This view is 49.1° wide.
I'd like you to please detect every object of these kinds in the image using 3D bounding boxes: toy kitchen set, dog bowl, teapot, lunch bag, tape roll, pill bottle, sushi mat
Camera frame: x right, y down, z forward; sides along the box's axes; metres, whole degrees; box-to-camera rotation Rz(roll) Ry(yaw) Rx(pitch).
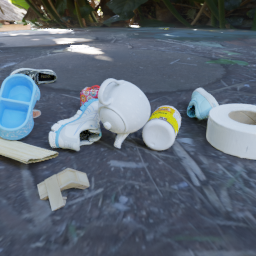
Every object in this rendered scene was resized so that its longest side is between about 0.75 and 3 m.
[{"bbox_3d":[-1.448,1.509,6.524,0.895,0.807,0.730,-29,64,13],"label":"toy kitchen set"},{"bbox_3d":[-3.568,-0.751,8.941,1.237,0.550,2.220,9,66,-10],"label":"dog bowl"},{"bbox_3d":[-0.268,-0.456,7.968,1.239,1.697,1.675,-47,7,-32],"label":"teapot"},{"bbox_3d":[-1.262,-1.120,11.107,1.333,1.174,0.546,11,27,23],"label":"lunch bag"},{"bbox_3d":[3.810,0.031,8.960,2.496,0.873,2.496,0,25,0],"label":"tape roll"},{"bbox_3d":[1.147,-0.095,9.043,1.006,1.006,1.842,8,24,16],"label":"pill bottle"},{"bbox_3d":[-3.471,0.559,8.246,2.643,0.160,1.264,13,8,23],"label":"sushi mat"}]

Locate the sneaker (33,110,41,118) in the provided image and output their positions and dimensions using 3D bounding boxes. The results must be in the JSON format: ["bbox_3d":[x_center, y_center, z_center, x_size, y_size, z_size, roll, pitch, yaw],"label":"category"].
[{"bbox_3d":[-3.893,-0.578,10.942,0.928,0.331,0.371,-11,31,-19],"label":"sneaker"}]

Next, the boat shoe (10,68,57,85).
[{"bbox_3d":[-5.050,-2.759,15.072,2.410,0.852,0.767,-10,25,-24],"label":"boat shoe"}]

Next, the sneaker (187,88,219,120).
[{"bbox_3d":[2.719,-0.930,11.081,1.045,0.943,2.551,-27,9,6],"label":"sneaker"}]

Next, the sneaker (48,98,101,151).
[{"bbox_3d":[-1.264,-0.040,9.205,1.207,1.044,2.785,17,37,20],"label":"sneaker"}]
